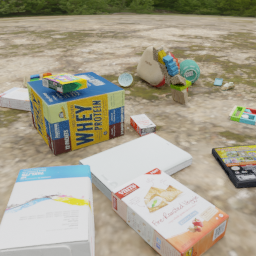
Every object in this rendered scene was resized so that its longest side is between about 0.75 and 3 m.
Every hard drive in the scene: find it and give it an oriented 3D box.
[{"bbox_3d":[0.248,1.046,8.451,2.885,0.379,1.903,-19,33,-33],"label":"hard drive"}]

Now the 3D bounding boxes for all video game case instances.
[{"bbox_3d":[3.828,1.092,8.497,1.994,0.254,1.802,-4,28,-6],"label":"video game case"}]

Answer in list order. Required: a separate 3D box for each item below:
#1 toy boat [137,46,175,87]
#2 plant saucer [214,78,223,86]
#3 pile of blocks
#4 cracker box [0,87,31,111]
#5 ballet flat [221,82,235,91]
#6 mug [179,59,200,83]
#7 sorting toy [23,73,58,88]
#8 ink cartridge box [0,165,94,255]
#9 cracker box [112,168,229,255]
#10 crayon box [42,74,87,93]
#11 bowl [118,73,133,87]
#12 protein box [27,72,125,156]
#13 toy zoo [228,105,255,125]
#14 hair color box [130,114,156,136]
[{"bbox_3d":[1.827,-3.310,15.570,1.920,1.916,2.937,17,18,-32],"label":"toy boat"},{"bbox_3d":[5.008,-2.535,15.517,0.402,0.109,1.149,10,29,18],"label":"plant saucer"},{"bbox_3d":[2.184,-2.533,12.613,0.912,2.936,1.205,-33,13,-21],"label":"pile of blocks"},{"bbox_3d":[-4.751,-1.322,12.743,1.878,0.542,1.258,10,29,16],"label":"cracker box"},{"bbox_3d":[5.243,-2.216,14.668,1.002,0.327,0.353,-19,33,-31],"label":"ballet flat"},{"bbox_3d":[3.255,-2.917,15.289,1.195,1.454,0.899,20,29,-13],"label":"mug"},{"bbox_3d":[-4.706,-2.554,15.282,1.909,0.343,2.562,-8,29,-14],"label":"sorting toy"},{"bbox_3d":[-1.439,1.964,5.462,1.521,1.528,2.083,-3,27,-7],"label":"ink cartridge box"},{"bbox_3d":[0.880,1.933,6.460,1.526,0.657,2.278,-21,34,-34],"label":"cracker box"},{"bbox_3d":[-2.012,-1.438,8.908,1.097,0.320,0.947,22,29,37],"label":"crayon box"},{"bbox_3d":[-0.106,-2.526,15.057,0.775,0.775,0.417,5,-14,10],"label":"bowl"},{"bbox_3d":[-1.914,-0.710,10.221,2.668,1.800,2.649,-16,32,-28],"label":"protein box"},{"bbox_3d":[5.228,-0.449,11.461,1.932,0.198,1.268,15,31,26],"label":"toy zoo"},{"bbox_3d":[0.555,-0.126,10.689,0.623,0.359,1.123,-9,28,-17],"label":"hair color box"}]
